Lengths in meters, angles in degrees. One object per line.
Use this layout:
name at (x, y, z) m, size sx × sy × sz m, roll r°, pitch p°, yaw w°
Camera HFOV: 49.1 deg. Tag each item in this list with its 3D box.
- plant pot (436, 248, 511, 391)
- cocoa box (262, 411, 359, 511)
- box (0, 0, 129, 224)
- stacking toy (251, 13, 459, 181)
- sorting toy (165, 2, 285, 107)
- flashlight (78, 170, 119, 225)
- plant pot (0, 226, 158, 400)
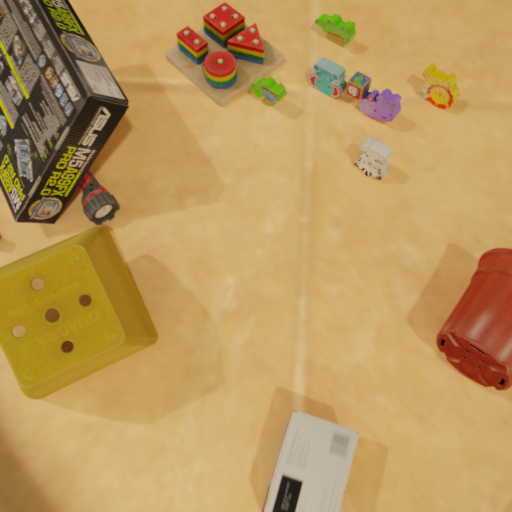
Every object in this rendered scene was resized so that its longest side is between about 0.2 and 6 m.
plant pot at (3.760, 1.040, 8.631) m, size 1.698 × 1.698 × 1.652 m, roll 39°, pitch 71°, yaw 17°
cocoa box at (0.746, 3.140, 8.024) m, size 0.985 × 0.969 × 1.477 m, roll 17°, pitch 66°, yaw 5°
box at (-3.979, -2.908, 9.976) m, size 0.820 × 2.966 × 3.702 m, roll -3°, pitch 53°, yaw -50°
stacking toy at (1.952, -3.311, 11.281) m, size 3.448 × 0.810 × 2.600 m, roll 35°, pitch 68°, yaw 18°
sorting toy at (-0.661, -4.343, 11.776) m, size 1.857 × 0.646 × 1.846 m, roll -40°, pitch 71°, yaw -17°
flashlight at (-3.265, -1.413, 10.388) m, size 0.627 × 0.624 × 1.844 m, roll -32°, pitch 70°, yaw -25°
plant pot at (-2.835, 0.824, 8.216) m, size 2.173 × 1.917 × 2.174 m, roll -25°, pitch 91°, yaw -12°
